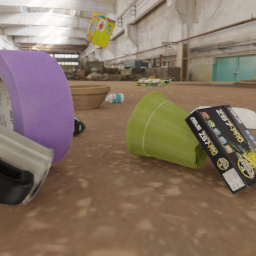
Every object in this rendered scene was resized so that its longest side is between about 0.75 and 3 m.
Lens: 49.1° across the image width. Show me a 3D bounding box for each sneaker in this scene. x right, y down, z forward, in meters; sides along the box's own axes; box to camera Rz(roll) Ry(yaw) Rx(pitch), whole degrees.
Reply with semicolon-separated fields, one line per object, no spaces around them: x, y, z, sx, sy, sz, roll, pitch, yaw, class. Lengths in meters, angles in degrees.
-2.201;-0.129;9.426;1.841;0.680;0.730;5;9;25;sneaker

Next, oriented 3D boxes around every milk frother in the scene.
-2.304;0.801;4.239;1.621;1.723;1.555;32;22;-23;milk frother

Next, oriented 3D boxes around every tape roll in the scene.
-2.293;-0.361;5.967;1.073;2.525;2.525;-13;17;-43;tape roll

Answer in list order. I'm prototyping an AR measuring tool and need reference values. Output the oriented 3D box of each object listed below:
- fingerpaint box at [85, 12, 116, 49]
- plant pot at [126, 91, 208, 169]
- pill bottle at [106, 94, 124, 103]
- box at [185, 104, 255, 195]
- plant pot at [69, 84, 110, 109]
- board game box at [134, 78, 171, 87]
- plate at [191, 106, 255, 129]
-1.412;-4.961;14.298;1.185;1.421;0.521;19;40;-12;fingerpaint box
1.070;0.177;6.428;1.579;1.662;1.662;24;24;33;plant pot
-0.841;-1.873;17.734;1.057;0.585;0.585;-4;13;-16;pill bottle
1.992;0.328;5.431;1.321;1.639;0.402;-9;-28;-44;box
-2.252;-1.735;15.485;2.634;1.216;2.634;-2;14;1;plant pot
1.182;-2.218;13.584;1.619;0.190;0.848;7;26;31;board game box
3.915;-0.541;11.813;2.858;0.463;2.864;5;13;25;plate
